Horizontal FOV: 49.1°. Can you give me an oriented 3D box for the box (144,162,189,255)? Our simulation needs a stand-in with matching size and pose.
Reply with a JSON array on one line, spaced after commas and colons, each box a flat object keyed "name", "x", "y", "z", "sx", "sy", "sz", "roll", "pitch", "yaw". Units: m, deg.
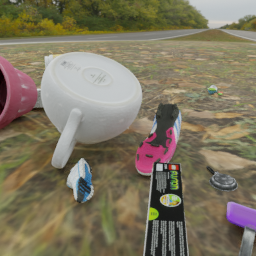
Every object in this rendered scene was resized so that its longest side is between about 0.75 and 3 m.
[{"name": "box", "x": 0.448, "y": 1.647, "z": 3.488, "sx": 0.447, "sy": 1.417, "sz": 2.574, "roll": 2, "pitch": 22, "yaw": 7}]

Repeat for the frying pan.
[{"name": "frying pan", "x": 2.202, "y": 1.136, "z": 6.543, "sx": 0.621, "sy": 0.167, "sz": 1.026, "roll": 4, "pitch": 25, "yaw": 8}]

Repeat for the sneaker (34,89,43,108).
[{"name": "sneaker", "x": -4.037, "y": -1.235, "z": 11.743, "sx": 2.561, "sy": 0.978, "sz": 1.031, "roll": 5, "pitch": 9, "yaw": 3}]

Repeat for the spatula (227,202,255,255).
[{"name": "spatula", "x": 1.754, "y": 1.966, "z": 4.175, "sx": 0.809, "sy": 0.294, "sz": 2.862, "roll": 15, "pitch": 28, "yaw": 20}]

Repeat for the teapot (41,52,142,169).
[{"name": "teapot", "x": -1.106, "y": -0.544, "z": 7.741, "sx": 2.895, "sy": 2.114, "sz": 2.857, "roll": -9, "pitch": 49, "yaw": -36}]

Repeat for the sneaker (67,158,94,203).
[{"name": "sneaker", "x": -1.075, "y": 1.206, "z": 6.024, "sx": 0.540, "sy": 0.467, "sz": 1.247, "roll": -34, "pitch": 25, "yaw": 11}]

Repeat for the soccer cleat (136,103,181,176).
[{"name": "soccer cleat", "x": 0.949, "y": 0.426, "z": 7.448, "sx": 0.904, "sy": 1.117, "sz": 2.587, "roll": 5, "pitch": 44, "yaw": 23}]

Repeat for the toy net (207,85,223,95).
[{"name": "toy net", "x": 4.406, "y": -1.967, "z": 14.211, "sx": 0.750, "sy": 0.276, "sz": 1.429, "roll": 5, "pitch": 22, "yaw": 12}]

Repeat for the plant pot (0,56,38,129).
[{"name": "plant pot", "x": -4.460, "y": -1.216, "z": 9.661, "sx": 2.567, "sy": 2.567, "sz": 2.298, "roll": 5, "pitch": 7, "yaw": 13}]

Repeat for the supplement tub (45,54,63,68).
[{"name": "supplement tub", "x": -4.667, "y": -4.308, "z": 18.825, "sx": 1.685, "sy": 1.225, "sz": 1.225, "roll": -7, "pitch": 22, "yaw": -18}]
